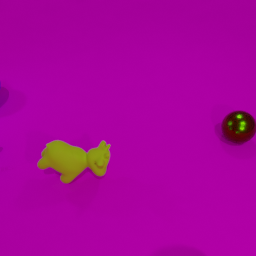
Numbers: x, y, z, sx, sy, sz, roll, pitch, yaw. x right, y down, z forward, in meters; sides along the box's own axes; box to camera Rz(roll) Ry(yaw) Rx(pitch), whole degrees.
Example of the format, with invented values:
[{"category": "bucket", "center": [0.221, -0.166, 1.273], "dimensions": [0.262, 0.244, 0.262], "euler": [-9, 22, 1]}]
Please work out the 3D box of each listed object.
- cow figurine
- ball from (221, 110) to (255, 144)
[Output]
[{"category": "cow figurine", "center": [-1.098, 0.624, 6.007], "dimensions": [1.345, 1.324, 0.739], "euler": [35, 33, -24]}, {"category": "ball", "center": [2.795, -0.027, 7.065], "dimensions": [0.842, 0.842, 0.842], "euler": [0, 43, 0]}]
